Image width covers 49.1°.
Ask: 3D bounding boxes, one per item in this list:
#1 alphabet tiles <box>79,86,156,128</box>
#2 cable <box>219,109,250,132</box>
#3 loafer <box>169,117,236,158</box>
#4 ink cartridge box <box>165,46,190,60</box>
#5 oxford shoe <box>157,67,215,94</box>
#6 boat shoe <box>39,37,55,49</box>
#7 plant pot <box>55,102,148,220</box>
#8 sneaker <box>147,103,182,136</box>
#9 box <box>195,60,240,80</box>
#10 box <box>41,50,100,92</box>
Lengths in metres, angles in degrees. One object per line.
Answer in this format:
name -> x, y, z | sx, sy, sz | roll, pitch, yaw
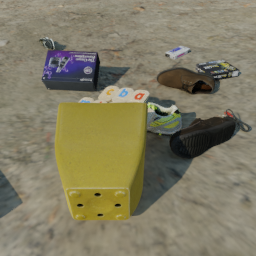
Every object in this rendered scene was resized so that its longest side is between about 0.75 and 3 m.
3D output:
alphabet tiles -> -0.586, -0.190, 7.103 | 2.459, 0.179, 2.405 | 13, 54, 35
cable -> 2.860, -0.223, 7.474 | 0.869, 0.422, 0.219 | 26, 16, 19
loafer -> 1.731, 0.167, 6.865 | 2.008, 0.733, 0.717 | -12, 34, -31
ink cartridge box -> 2.062, -3.120, 11.547 | 0.505, 0.198, 1.067 | 31, 49, 35
oxford shoe -> 1.850, -1.481, 8.982 | 1.888, 0.686, 0.797 | 6, 39, 8
boat shoe -> -3.479, -3.604, 12.003 | 0.374, 0.468, 1.239 | -19, 29, -25
plant pot -> -0.469, 0.725, 5.325 | 1.742, 1.730, 1.782 | -1, 44, -1
sneaker -> 0.399, -0.332, 7.384 | 2.040, 0.779, 0.769 | 2, 39, 4
box -> 3.207, -2.086, 10.091 | 1.210, 0.297, 0.976 | -12, 36, -17
box -> -1.819, -1.856, 9.107 | 1.663, 0.656, 1.173 | 3, 72, 4
